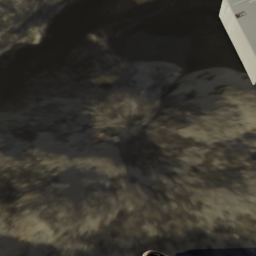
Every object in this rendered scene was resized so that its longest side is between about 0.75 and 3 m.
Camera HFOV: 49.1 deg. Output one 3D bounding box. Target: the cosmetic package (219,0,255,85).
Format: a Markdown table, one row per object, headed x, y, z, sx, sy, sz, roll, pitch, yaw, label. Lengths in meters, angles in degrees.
| x | y | z | sx | sy | sz | roll | pitch | yaw | label |
| --- | --- | --- | --- | --- | --- | --- | --- | --- | --- |
| 3.469 | -2.479 | 7.306 | 1.262 | 1.065 | 2.362 | -23 | 74 | 5 | cosmetic package |

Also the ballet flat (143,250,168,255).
| x | y | z | sx | sy | sz | roll | pitch | yaw | label |
| --- | --- | --- | --- | --- | --- | --- | --- | --- | --- |
| 1.021 | 2.893 | 5.574 | 1.621 | 0.545 | 0.552 | 13 | 56 | 17 | ballet flat |
